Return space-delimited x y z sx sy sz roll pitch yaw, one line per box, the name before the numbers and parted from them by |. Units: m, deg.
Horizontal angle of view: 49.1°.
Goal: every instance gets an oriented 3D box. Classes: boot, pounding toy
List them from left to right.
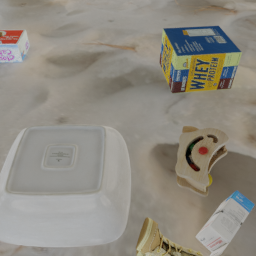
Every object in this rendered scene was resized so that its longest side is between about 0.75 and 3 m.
boot | 0.672 1.923 4.373 1.066 1.371 0.499 17 53 14
pounding toy | 1.599 0.673 6.002 1.003 1.006 1.754 3 49 16

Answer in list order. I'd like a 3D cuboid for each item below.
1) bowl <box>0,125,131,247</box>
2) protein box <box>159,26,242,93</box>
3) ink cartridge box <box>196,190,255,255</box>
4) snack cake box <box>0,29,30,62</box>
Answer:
bowl | -1.347 0.929 5.969 2.854 1.065 2.850 1 44 -1
protein box | 2.231 -2.291 9.164 1.968 1.328 1.954 -5 43 -5
ink cartridge box | 1.732 1.815 5.196 0.423 0.723 1.246 41 55 18
snack cake box | -4.961 -3.063 10.424 2.205 0.741 1.268 -1 41 -2
